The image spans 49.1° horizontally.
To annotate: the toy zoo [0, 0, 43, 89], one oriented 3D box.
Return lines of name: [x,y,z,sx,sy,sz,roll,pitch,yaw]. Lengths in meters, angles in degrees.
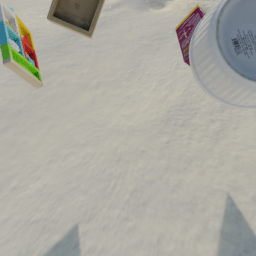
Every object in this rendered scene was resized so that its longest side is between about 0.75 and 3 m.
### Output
toy zoo: [-2.335,-1.841,5.930,0.183,1.174,1.790,-20,71,7]

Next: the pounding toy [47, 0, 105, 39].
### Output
pounding toy: [-1.368,-3.830,8.667,1.624,1.764,1.254,20,11,-12]

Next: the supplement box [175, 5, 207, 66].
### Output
supplement box: [2.250,-2.470,8.166,1.262,0.995,1.928,29,39,-26]

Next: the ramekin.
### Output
ramekin: [2.794,-1.807,6.135,2.678,1.406,2.678,0,86,2]
